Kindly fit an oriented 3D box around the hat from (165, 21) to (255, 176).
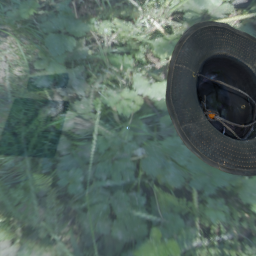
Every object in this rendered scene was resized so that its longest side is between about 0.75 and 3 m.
[{"bbox_3d":[1.152,-0.316,3.514,1.895,0.764,1.895,5,73,-16],"label":"hat"}]
